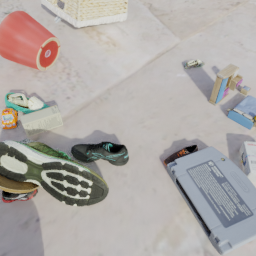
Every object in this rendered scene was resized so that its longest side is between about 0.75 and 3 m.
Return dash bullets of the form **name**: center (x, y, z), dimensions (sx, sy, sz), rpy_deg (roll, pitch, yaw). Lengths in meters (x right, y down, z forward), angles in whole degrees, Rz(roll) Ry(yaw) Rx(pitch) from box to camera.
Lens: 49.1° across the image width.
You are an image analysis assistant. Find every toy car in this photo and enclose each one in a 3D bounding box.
- **toy car**: center (-3.714, -0.348, 7.757), dimensions (1.361, 0.453, 0.667), rpy_deg (4, 48, 3)

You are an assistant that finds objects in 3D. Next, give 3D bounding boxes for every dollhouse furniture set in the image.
- **dollhouse furniture set**: center (3.418, -1.016, 7.954), dimensions (1.523, 1.052, 1.613), rpy_deg (-36, 58, -28)

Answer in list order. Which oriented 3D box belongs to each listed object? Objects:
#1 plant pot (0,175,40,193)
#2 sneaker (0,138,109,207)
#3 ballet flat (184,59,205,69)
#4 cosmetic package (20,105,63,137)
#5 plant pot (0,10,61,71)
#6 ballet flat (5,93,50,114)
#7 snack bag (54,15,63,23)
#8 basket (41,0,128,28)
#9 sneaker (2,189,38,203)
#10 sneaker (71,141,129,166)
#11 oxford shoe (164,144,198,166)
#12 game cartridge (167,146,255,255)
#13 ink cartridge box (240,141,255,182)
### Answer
- **plant pot**: center (-2.492, 1.160, 6.243), dimensions (1.130, 0.155, 1.130), rpy_deg (17, 12, -4)
- **sneaker**: center (-1.625, 0.800, 6.438), dimensions (2.733, 1.051, 1.211), rpy_deg (22, 26, 6)
- **ballet flat**: center (2.301, -2.210, 9.560), dimensions (0.774, 0.278, 0.278), rpy_deg (-13, 49, -12)
- **cosmetic package**: center (-2.318, -0.188, 7.568), dimensions (1.009, 0.522, 0.369), rpy_deg (-19, 50, -18)
- **plant pot**: center (-3.175, -2.744, 9.226), dimensions (1.493, 1.687, 1.687), rpy_deg (30, 54, 12)
- **ballet flat**: center (-2.860, -0.682, 7.990), dimensions (1.558, 0.548, 0.525), rpy_deg (14, 50, 12)
- **snack bag**: center (-1.994, -5.308, 11.499), dimensions (0.223, 1.967, 2.087), rpy_deg (47, 50, -18)
- **basket**: center (-1.611, -5.597, 11.019), dimensions (2.692, 2.165, 2.668), rpy_deg (-26, 54, -38)
- **sneaker**: center (-2.416, 1.437, 6.200), dimensions (0.779, 0.381, 0.275), rpy_deg (-7, 46, -9)
- **sneaker**: center (-0.686, 0.527, 6.862), dimensions (1.452, 0.575, 0.547), rpy_deg (5, 49, 3)
- **oxford shoe**: center (1.306, 0.651, 6.924), dimensions (0.956, 0.347, 0.340), rpy_deg (-23, 52, -19)
- **game cartridge**: center (2.020, 1.448, 6.180), dimensions (1.482, 0.462, 2.225), rpy_deg (-15, 50, -18)
- **ink cartridge box**: center (3.141, 0.815, 6.734), dimensions (0.688, 0.414, 0.946), rpy_deg (5, 50, 4)
